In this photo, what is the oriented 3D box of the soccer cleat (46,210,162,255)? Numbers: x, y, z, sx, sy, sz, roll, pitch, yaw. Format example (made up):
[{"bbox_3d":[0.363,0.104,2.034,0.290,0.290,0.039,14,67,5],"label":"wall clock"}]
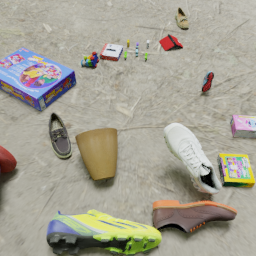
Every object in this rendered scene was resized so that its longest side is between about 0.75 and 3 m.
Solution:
[{"bbox_3d":[-0.554,2.356,6.625,2.683,0.867,1.122,1,36,-1],"label":"soccer cleat"}]

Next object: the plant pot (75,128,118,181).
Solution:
[{"bbox_3d":[-0.767,0.776,7.847,1.212,1.212,1.301,-11,77,-9],"label":"plant pot"}]

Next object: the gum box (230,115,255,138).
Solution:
[{"bbox_3d":[3.980,-0.041,9.090,1.143,0.378,0.648,4,48,3],"label":"gum box"}]

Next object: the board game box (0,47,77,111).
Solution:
[{"bbox_3d":[-3.677,-1.941,10.623,2.841,0.636,1.910,27,54,22],"label":"board game box"}]

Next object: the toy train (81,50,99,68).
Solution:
[{"bbox_3d":[-1.563,-2.962,11.732,0.624,0.457,1.079,-4,47,15],"label":"toy train"}]

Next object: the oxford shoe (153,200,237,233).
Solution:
[{"bbox_3d":[1.632,2.240,6.892,2.050,0.730,0.744,-2,55,10],"label":"oxford shoe"}]

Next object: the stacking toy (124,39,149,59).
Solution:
[{"bbox_3d":[0.392,-3.396,12.202,0.989,0.308,1.312,3,50,5],"label":"stacking toy"}]

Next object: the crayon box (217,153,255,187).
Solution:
[{"bbox_3d":[3.083,1.203,8.035,0.838,0.283,0.971,3,48,1],"label":"crayon box"}]

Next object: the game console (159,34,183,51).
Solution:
[{"bbox_3d":[1.952,-3.795,12.677,0.754,0.519,0.875,12,40,-33],"label":"game console"}]

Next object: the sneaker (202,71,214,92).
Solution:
[{"bbox_3d":[2.900,-1.694,10.194,0.314,0.791,0.378,16,25,-6],"label":"sneaker"}]

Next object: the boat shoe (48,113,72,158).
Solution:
[{"bbox_3d":[-2.198,0.201,8.759,0.615,0.545,1.681,-20,51,-17],"label":"boat shoe"}]

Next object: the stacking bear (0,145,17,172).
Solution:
[{"bbox_3d":[-4.026,1.801,6.718,1.781,1.668,2.933,-1,53,-1],"label":"stacking bear"}]

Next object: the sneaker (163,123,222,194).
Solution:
[{"bbox_3d":[1.709,0.790,7.223,0.811,0.874,2.157,-36,94,1],"label":"sneaker"}]

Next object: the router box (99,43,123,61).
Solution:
[{"bbox_3d":[-0.713,-3.282,12.117,0.812,0.221,0.905,10,49,9],"label":"router box"}]

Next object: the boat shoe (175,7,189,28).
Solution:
[{"bbox_3d":[2.659,-5.449,13.901,0.552,0.472,1.505,-9,49,-8],"label":"boat shoe"}]
